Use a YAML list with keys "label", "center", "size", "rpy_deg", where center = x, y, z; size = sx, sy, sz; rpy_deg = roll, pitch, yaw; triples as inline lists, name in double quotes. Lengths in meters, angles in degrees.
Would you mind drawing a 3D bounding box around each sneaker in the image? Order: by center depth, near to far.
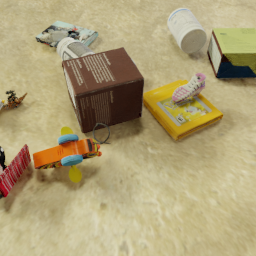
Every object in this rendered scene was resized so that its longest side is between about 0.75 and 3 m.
- label: "sneaker"
  center: [2.546, -1.493, 11.405]
  size: [1.614, 0.714, 0.649]
  rpy_deg: [-37, 49, -2]

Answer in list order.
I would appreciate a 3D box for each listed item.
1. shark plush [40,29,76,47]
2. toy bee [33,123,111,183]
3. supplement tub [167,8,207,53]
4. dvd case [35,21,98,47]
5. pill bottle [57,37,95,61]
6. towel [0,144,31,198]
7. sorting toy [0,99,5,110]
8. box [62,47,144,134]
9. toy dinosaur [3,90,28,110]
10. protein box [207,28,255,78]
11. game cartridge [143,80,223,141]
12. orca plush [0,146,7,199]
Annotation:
- label: "shark plush"
  center: [-3.588, -4.874, 14.434]
  size: [1.853, 0.842, 0.772]
  rpy_deg: [-34, 32, -19]
- label: "toy bee"
  center: [-1.622, 0.884, 9.433]
  size: [2.892, 1.572, 1.893]
  rpy_deg: [1, 78, 24]
- label: "supplement tub"
  center: [2.979, -5.009, 14.350]
  size: [1.440, 1.440, 2.183]
  rpy_deg: [-10, 51, -8]
- label: "dvd case"
  center: [-3.255, -4.917, 15.024]
  size: [2.743, 0.302, 2.002]
  rpy_deg: [23, 53, 17]
- label: "pill bottle"
  center: [-2.245, -3.210, 12.914]
  size: [1.284, 1.284, 2.271]
  rpy_deg: [-32, 56, -24]
- label: "towel"
  center: [-3.643, 1.400, 9.084]
  size: [0.176, 1.133, 1.566]
  rpy_deg: [23, 53, 5]
- label: "sorting toy"
  center: [-5.597, -1.090, 11.202]
  size: [0.606, 1.020, 1.134]
  rpy_deg: [-16, 45, 25]
- label: "box"
  center: [-0.960, -1.471, 10.875]
  size: [2.555, 2.098, 2.120]
  rpy_deg: [-16, 51, -13]
- label: "toy dinosaur"
  center: [-4.761, -1.175, 11.792]
  size: [0.743, 0.559, 1.095]
  rpy_deg: [48, 45, 13]
- label: "protein box"
  center: [5.023, -3.523, 13.095]
  size: [2.050, 1.393, 2.065]
  rpy_deg: [-1, 49, -1]
- label: "game cartridge"
  center: [2.148, -0.890, 11.498]
  size: [2.325, 0.428, 2.637]
  rpy_deg: [-23, 54, -19]
- label: "orca plush"
  center: [-4.172, 1.457, 9.322]
  size: [0.716, 1.059, 2.013]
  rpy_deg: [8, 38, -35]
